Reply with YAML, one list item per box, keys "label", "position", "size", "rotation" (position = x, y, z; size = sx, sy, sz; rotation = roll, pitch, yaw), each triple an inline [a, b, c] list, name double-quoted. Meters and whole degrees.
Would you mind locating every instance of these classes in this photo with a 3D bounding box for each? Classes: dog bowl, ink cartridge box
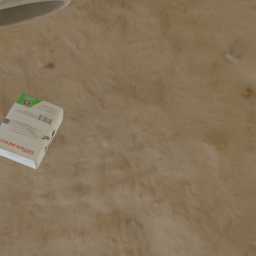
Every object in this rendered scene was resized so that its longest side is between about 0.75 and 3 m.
- label: "dog bowl"
  position: [-1.819, -1.934, 4.142]
  size: [2.098, 2.098, 0.615]
  rotation: [-17, 107, -5]
- label: "ink cartridge box"
  position: [-1.662, 0.043, 4.708]
  size: [0.772, 0.445, 1.058]
  rotation: [22, 60, -3]
